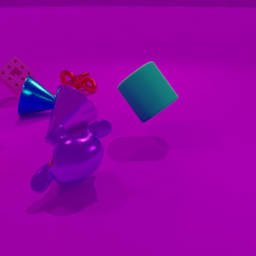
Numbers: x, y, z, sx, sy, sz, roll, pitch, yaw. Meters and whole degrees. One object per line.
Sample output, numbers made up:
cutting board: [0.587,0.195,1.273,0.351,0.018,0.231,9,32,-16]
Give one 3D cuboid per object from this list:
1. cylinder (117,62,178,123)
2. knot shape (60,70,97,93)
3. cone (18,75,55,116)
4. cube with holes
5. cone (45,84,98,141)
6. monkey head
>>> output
cylinder: [0.515,-0.928,7.387,1.172,1.172,1.172,-36,1,1]
knot shape: [-1.893,-1.858,11.285,1.467,0.724,1.567,6,4,-39]
cone: [-2.734,-0.893,9.279,1.381,1.376,1.376,15,24,-12]
cube with holes: [-4.179,-1.919,10.462,0.917,0.917,0.917,-52,12,-19]
cone: [-1.863,-0.190,7.933,1.471,1.471,1.476,18,59,32]
monkey head: [-1.206,0.461,5.747,1.932,1.164,1.390,-42,81,-10]
